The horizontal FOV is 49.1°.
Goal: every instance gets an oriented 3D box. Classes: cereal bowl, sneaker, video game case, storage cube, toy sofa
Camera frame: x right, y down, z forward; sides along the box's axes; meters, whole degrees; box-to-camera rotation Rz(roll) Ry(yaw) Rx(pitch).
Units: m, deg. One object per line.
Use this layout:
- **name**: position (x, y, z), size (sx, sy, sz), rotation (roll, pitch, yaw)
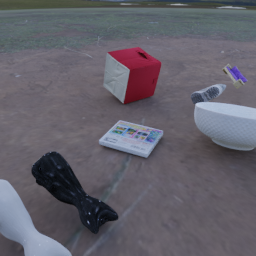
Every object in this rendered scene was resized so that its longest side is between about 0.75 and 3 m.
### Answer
- **cereal bowl**: position (2.686, -0.025, 6.984), size (2.134, 0.889, 2.134), rotation (7, 15, -2)
- **sneaker**: position (2.616, -1.069, 9.106), size (0.553, 0.504, 1.350), rotation (-24, 4, -30)
- **video game case**: position (0.111, 0.255, 7.510), size (1.359, 0.161, 1.237), rotation (14, 32, 21)
- **storage cube**: position (0.111, -1.885, 10.022), size (1.437, 1.598, 1.366), rotation (-19, 49, -34)
- **toy sofa**: position (3.978, -1.974, 10.450), size (0.399, 0.470, 0.964), rotation (27, 33, -43)

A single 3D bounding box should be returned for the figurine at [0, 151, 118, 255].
- **figurine**: position (-1.308, 1.396, 4.654), size (1.751, 0.773, 1.795), rotation (35, 39, 22)
